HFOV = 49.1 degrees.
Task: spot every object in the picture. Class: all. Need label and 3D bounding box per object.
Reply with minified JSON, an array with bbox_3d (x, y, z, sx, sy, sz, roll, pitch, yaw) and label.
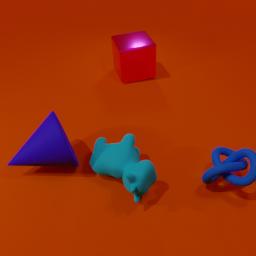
[{"bbox_3d":[-0.168,0.914,6.465,1.688,0.927,1.661,-6,40,17],"label":"cow figurine"},{"bbox_3d":[-2.170,0.567,6.706,1.499,1.493,1.493,-25,45,-9],"label":"cone"},{"bbox_3d":[0.207,-2.596,10.211,1.307,1.307,1.307,-13,42,-10],"label":"cube"},{"bbox_3d":[2.352,0.856,6.251,1.302,0.602,1.218,-36,18,-32],"label":"knot shape"}]
